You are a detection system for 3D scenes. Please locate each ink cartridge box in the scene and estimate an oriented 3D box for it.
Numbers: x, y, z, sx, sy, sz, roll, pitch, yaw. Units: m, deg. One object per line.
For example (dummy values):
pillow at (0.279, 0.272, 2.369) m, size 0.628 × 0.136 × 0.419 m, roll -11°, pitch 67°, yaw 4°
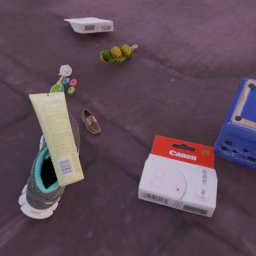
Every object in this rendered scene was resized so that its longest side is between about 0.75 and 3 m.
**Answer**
ink cartridge box at (-1.837, -4.727, 12.864) m, size 1.579 × 0.554 × 1.943 m, roll -18°, pitch 28°, yaw -31°
ink cartridge box at (1.397, 1.030, 7.412) m, size 1.842 × 0.647 × 2.266 m, roll 12°, pitch 51°, yaw 9°

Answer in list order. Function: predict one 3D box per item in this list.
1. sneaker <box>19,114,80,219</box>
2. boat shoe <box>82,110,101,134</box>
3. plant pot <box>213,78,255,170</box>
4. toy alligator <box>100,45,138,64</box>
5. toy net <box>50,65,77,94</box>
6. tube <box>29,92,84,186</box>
sneaker at (-1.732, 0.686, 6.977) m, size 1.137 × 1.337 × 2.932 m, roll 18°, pitch 51°, yaw -16°
boat shoe at (-1.168, -0.204, 8.719) m, size 0.373 × 0.354 × 0.985 m, roll -28°, pitch 55°, yaw -24°
plant pot at (3.485, -0.099, 7.293) m, size 1.923 × 1.729 × 1.923 m, roll 21°, pitch 68°, yaw 23°
toy alligator at (-0.224, -2.867, 10.997) m, size 0.794 × 0.575 × 2.395 m, roll -17°, pitch 8°, yaw 42°
toy net at (-2.250, -1.795, 9.986) m, size 0.874 × 0.322 × 1.665 m, roll -19°, pitch 51°, yaw 21°
tube at (-1.506, 0.188, 6.162) m, size 0.544 × 0.607 × 2.094 m, roll -20°, pitch 81°, yaw 12°
